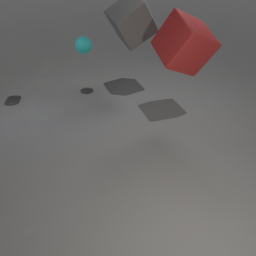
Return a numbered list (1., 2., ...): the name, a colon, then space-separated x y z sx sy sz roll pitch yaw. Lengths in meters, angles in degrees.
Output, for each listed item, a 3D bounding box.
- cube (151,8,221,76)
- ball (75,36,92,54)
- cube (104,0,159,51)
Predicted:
1. cube: 1.879 -2.787 9.259 1.400 1.400 1.400 6 48 -37
2. ball: -1.822 -3.423 11.568 0.700 0.700 0.700 0 33 0
3. cube: 0.132 -4.239 11.103 1.400 1.400 1.400 -35 46 5
